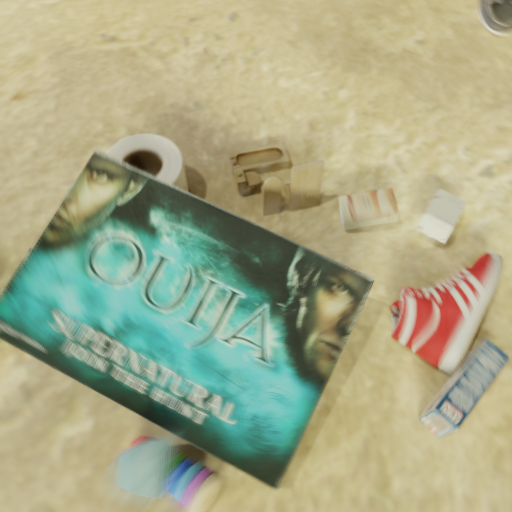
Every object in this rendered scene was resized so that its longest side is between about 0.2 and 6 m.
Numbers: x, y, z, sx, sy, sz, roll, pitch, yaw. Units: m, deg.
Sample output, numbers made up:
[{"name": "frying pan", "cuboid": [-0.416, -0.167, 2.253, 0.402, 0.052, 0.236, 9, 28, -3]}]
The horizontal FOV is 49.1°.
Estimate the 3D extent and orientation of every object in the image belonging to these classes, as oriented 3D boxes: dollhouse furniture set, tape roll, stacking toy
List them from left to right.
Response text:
[{"name": "tape roll", "cuboid": [-1.848, -1.254, 9.449, 1.342, 0.921, 1.342, -1, 60, 1]}, {"name": "stacking toy", "cuboid": [-1.135, 2.810, 7.311, 1.293, 0.552, 0.552, 26, 62, 23]}, {"name": "dollhouse furniture set", "cuboid": [0.274, -1.595, 9.539, 1.326, 1.136, 1.395, -12, 60, -7]}]

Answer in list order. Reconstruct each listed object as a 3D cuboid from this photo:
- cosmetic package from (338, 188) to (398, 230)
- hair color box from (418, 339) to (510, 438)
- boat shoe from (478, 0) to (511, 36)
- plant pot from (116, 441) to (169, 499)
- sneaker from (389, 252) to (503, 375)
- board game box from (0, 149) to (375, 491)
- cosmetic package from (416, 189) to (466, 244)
[{"name": "cosmetic package", "cuboid": [1.847, -0.778, 9.255, 0.903, 0.394, 0.467, -11, 50, 6]}, {"name": "hair color box", "cuboid": [2.871, 1.837, 7.751, 0.408, 0.673, 1.347, 41, 67, 17]}, {"name": "boat shoe", "cuboid": [5.472, -5.944, 12.378, 0.856, 0.729, 2.559, 13, 60, 8]}, {"name": "plant pot", "cuboid": [-1.363, 2.535, 6.706, 0.557, 0.546, 0.547, 2, 84, 1]}, {"name": "sneaker", "cuboid": [2.819, 0.587, 8.449, 1.231, 0.780, 2.189, 27, 60, 17]}, {"name": "board game box", "cuboid": [-1.050, 0.716, 7.854, 4.543, 0.640, 3.073, 25, 76, 9]}, {"name": "cosmetic package", "cuboid": [3.065, -0.667, 9.263, 0.528, 0.380, 0.936, 29, 42, 13]}]
